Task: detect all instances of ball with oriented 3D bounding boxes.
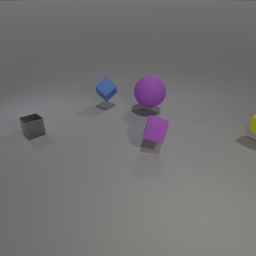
[{"bbox_3d":[0.969,-1.594,12.369,1.400,1.400,1.400,0,28,0],"label":"ball"}]

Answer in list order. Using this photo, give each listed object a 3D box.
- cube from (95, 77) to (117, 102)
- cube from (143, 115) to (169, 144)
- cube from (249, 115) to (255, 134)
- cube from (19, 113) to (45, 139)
[{"bbox_3d":[-0.992,-1.759,12.841,0.700,0.700,0.700,43,77,11],"label":"cube"},{"bbox_3d":[0.955,0.044,9.633,0.700,0.700,0.700,17,16,2],"label":"cube"},{"bbox_3d":[4.759,-0.154,9.658,0.700,0.700,0.700,-34,51,-20],"label":"cube"},{"bbox_3d":[-3.785,-0.093,11.107,0.700,0.700,0.700,-20,29,-33],"label":"cube"}]
